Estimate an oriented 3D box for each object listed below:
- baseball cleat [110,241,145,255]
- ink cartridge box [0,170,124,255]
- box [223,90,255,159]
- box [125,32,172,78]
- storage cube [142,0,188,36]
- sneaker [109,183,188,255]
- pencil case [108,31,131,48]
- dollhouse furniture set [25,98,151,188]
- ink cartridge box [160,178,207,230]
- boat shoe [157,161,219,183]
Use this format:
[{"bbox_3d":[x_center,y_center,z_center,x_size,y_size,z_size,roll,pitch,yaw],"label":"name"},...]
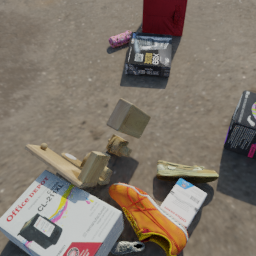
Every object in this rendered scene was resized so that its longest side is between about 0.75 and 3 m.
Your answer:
[{"bbox_3d":[-0.023,3.154,7.441,0.943,0.502,0.329,-9,64,-4],"label":"baseball cleat"},{"bbox_3d":[-1.737,2.592,7.401,2.661,1.102,1.939,23,54,22],"label":"ink cartridge box"},{"bbox_3d":[4.852,0.131,9.292,2.747,1.457,1.679,20,54,15],"label":"box"},{"bbox_3d":[0.972,-3.353,12.678,1.952,0.616,2.475,6,51,4],"label":"box"},{"bbox_3d":[1.861,-6.088,14.036,2.097,1.994,2.333,8,51,7],"label":"storage cube"},{"bbox_3d":[0.394,2.461,7.719,2.635,0.962,1.017,34,56,25],"label":"sneaker"},{"bbox_3d":[-0.351,-4.308,13.561,1.179,0.488,0.510,-29,54,-20],"label":"pencil case"},{"bbox_3d":[-1.086,0.118,8.679,2.108,2.460,2.587,29,92,22],"label":"dollhouse furniture set"},{"bbox_3d":[1.581,2.235,8.168,0.915,0.537,1.250,30,57,22],"label":"ink cartridge box"},{"bbox_3d":[1.854,1.348,8.788,1.896,0.692,0.597,0,62,9],"label":"boat shoe"}]
